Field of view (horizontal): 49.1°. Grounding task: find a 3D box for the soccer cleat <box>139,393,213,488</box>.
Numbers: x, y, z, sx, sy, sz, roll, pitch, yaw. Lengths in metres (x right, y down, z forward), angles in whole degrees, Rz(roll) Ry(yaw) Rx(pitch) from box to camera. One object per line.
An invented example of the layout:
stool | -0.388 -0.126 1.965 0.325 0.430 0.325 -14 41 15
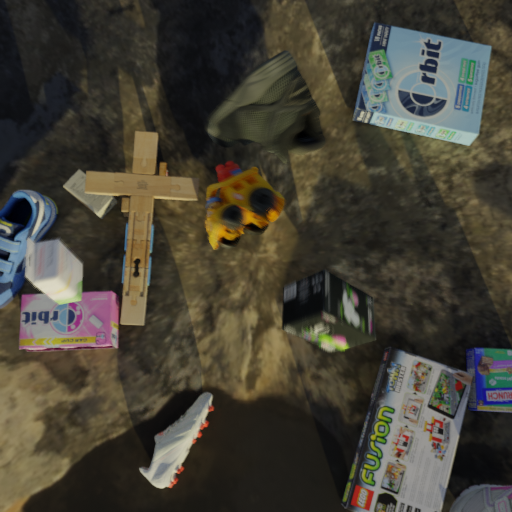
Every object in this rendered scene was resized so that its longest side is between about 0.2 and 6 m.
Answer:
soccer cleat | -1.453 3.331 10.360 0.739 0.660 1.906 28 80 10

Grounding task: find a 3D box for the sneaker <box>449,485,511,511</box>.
sneaker | 4.638 4.484 9.760 2.636 1.163 1.072 -16 76 -4

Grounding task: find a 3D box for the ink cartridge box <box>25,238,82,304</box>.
ink cartridge box | -3.200 0.224 8.930 0.408 1.211 0.709 -9 65 3

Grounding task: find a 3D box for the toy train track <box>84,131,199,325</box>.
toy train track | -2.359 -0.558 11.448 2.250 0.638 3.923 3 81 -6

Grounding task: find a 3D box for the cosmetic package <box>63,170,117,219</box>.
cosmetic package | -3.465 -1.292 11.715 0.991 0.352 0.521 39 79 10

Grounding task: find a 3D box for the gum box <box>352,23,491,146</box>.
gum box | 3.625 -3.776 12.250 2.611 0.582 2.219 13 76 3

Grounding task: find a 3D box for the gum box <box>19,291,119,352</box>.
gum box | -3.662 1.283 10.896 1.846 0.610 1.048 -2 75 -1

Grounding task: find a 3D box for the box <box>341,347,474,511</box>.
box | 2.816 3.389 10.380 1.662 0.524 3.019 19 76 5

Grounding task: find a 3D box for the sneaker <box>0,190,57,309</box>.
sneaker | -4.929 -0.188 11.064 0.954 1.061 2.581 20 77 3

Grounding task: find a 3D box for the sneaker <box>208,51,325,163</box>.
sneaker | 0.164 -2.384 10.685 1.176 3.076 1.762 -37 97 -29

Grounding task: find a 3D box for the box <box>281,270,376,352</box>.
box | 1.317 1.036 10.138 1.421 1.056 0.883 28 52 -33

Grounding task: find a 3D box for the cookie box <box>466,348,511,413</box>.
cookie box | 4.592 2.377 10.695 0.995 0.437 1.163 3 76 -1

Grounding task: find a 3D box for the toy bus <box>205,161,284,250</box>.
toy bus | -0.477 -1.110 11.191 1.594 1.082 1.530 -29 74 -21
